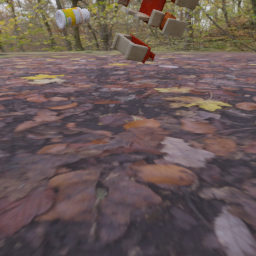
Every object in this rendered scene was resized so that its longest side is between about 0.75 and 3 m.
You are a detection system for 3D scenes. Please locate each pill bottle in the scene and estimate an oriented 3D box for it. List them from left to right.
[{"bbox_3d":[-1.627,-3.300,8.366,0.940,0.522,0.522,-25,29,-33],"label":"pill bottle"}]

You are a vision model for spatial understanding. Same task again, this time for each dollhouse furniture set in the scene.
[{"bbox_3d":[0.664,-3.721,9.259,1.513,2.905,2.937,-10,44,-44],"label":"dollhouse furniture set"}]
